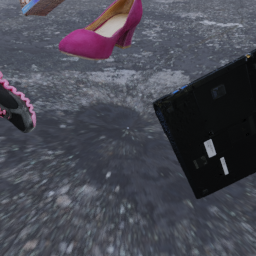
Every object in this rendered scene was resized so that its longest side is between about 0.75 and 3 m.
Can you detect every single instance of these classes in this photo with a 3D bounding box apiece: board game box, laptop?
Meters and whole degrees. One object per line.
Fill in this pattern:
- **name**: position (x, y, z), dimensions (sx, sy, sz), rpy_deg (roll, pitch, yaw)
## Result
- **board game box**: position (-1.416, -2.365, 4.397), dimensions (0.732, 0.918, 0.445), rpy_deg (-14, 5, 41)
- **laptop**: position (1.135, -0.258, 3.032), dimensions (1.633, 1.447, 0.843), rpy_deg (-27, 34, 4)

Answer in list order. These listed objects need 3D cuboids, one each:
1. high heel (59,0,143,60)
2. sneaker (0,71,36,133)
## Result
- **high heel**: position (-0.461, -2.349, 6.094), dimensions (0.994, 1.416, 2.952), rpy_deg (25, 31, 21)
- **sneaker**: position (-2.168, -0.472, 4.433), dimensions (0.630, 1.594, 0.760), rpy_deg (-31, 13, 44)
